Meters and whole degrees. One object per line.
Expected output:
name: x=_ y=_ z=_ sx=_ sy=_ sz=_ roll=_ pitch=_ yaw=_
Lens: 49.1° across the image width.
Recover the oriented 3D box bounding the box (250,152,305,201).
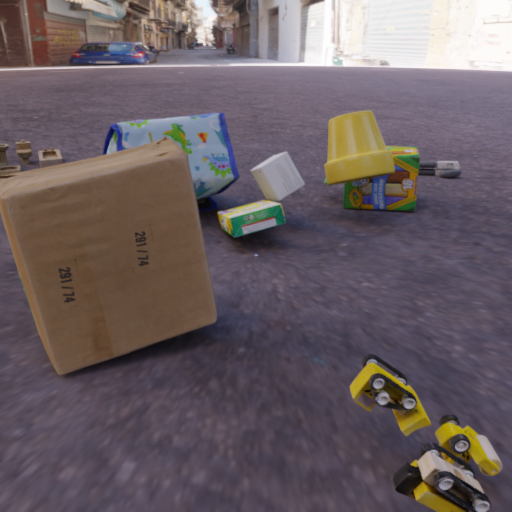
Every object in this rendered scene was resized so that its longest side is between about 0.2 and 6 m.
box: x=0.336 y=-1.262 z=9.021 sx=0.535 sy=0.621 sz=0.624 roll=-33 pitch=12 yaw=-12

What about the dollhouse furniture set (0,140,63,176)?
dollhouse furniture set: x=-5.391 y=-2.657 z=13.059 sx=1.517 sy=1.236 sz=1.442 roll=-9 pitch=24 yaw=-20

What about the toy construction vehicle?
toy construction vehicle: x=1.192 y=1.370 z=3.808 sx=1.232 sy=0.434 sz=1.072 roll=34 pitch=17 yaw=-17

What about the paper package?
paper package: x=-1.466 y=-0.050 z=5.692 sx=1.804 sy=1.892 sz=0.979 roll=-17 pitch=24 yaw=-18

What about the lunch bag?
lunch bag: x=-1.643 y=-1.432 z=9.923 sx=1.981 sy=1.485 sz=2.330 roll=-10 pitch=-4 yaw=-23

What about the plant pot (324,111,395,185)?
plant pot: x=1.660 y=-1.806 z=9.370 sx=1.143 sy=1.076 sz=1.143 roll=-11 pitch=5 yaw=1

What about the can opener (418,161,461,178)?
can opener: x=3.917 y=-1.935 z=12.512 sx=1.261 sy=0.336 sz=0.422 roll=2 pitch=22 yaw=8

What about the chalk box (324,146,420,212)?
chalk box: x=2.145 y=-1.494 z=10.528 sx=1.689 sy=1.047 sz=1.054 roll=4 pitch=22 yaw=10

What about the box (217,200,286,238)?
box: x=-0.126 y=-0.614 z=8.858 sx=0.842 sy=0.347 sz=1.435 roll=-16 pitch=13 yaw=-8
